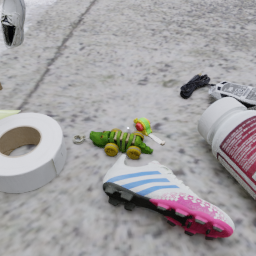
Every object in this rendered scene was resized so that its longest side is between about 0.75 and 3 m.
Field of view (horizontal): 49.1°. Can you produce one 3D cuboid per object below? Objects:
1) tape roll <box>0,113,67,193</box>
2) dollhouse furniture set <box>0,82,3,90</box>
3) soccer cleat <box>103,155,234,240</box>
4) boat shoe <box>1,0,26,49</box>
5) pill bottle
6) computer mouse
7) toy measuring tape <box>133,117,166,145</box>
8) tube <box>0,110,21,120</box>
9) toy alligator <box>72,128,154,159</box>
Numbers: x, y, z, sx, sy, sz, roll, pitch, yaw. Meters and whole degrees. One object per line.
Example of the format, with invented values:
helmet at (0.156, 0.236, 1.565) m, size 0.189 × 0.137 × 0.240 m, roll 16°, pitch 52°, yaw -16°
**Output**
tape roll at (-2.693, 0.574, 7.208) m, size 2.172 × 0.760 × 2.172 m, roll 0°, pitch 43°, yaw 0°
dollhouse furniture set at (-4.699, -1.244, 9.234) m, size 0.477 × 0.559 × 1.078 m, roll 7°, pitch 45°, yaw 10°
soccer cleat at (0.882, 1.363, 6.139) m, size 2.952 × 1.031 × 1.274 m, roll 16°, pitch 54°, yaw 18°
boat shoe at (-3.009, -2.815, 7.261) m, size 0.583 × 1.585 × 0.518 m, roll 14°, pitch 38°, yaw 7°
pill bottle at (3.027, 0.572, 6.634) m, size 1.558 × 1.558 × 2.844 m, roll -19°, pitch 48°, yaw -19°
computer mouse at (3.126, -1.083, 9.100) m, size 2.613 × 0.573 × 1.433 m, roll 24°, pitch 44°, yaw 30°
toy measuring tape at (0.593, 0.025, 8.021) m, size 0.446 × 0.446 × 1.212 m, roll -33°, pitch 53°, yaw -29°
tube at (-4.179, 0.286, 7.592) m, size 0.811 × 0.725 × 2.795 m, roll 35°, pitch 44°, yaw -5°
toy alligator at (-0.443, 0.320, 7.610) m, size 2.312 × 0.556 × 0.766 m, roll 7°, pitch 44°, yaw 7°
